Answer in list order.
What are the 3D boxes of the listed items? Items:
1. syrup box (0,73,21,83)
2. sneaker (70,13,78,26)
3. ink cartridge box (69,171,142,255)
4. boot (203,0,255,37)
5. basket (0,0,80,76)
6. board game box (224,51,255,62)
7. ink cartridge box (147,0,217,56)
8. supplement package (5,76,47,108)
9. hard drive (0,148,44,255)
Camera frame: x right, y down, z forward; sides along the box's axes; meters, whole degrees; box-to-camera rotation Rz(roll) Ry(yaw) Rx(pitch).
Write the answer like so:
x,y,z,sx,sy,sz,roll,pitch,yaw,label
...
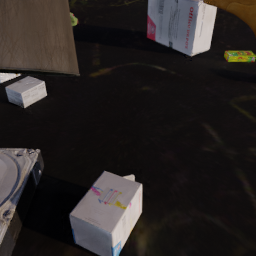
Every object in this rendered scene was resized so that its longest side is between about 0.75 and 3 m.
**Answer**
x,y,z,sx,sy,sz,roll,pitch,yaw,label
-4.629,-1.787,8.748,0.877,0.907,2.227,27,45,31,syrup box
-3.134,-5.501,14.057,0.916,0.793,2.029,-6,37,-31,sneaker
-0.277,1.346,4.596,0.741,0.761,1.183,15,38,21,ink cartridge box
2.307,-2.442,5.704,1.566,2.188,0.770,12,-2,18,boot
-2.147,-2.470,5.408,2.497,2.769,1.883,2,8,-12,basket
4.211,-2.707,10.559,0.993,0.236,0.505,-1,36,-1,board game box
2.075,-4.359,11.325,1.154,1.981,2.737,-24,42,-29,ink cartridge box
-2.929,-1.055,8.098,0.672,0.479,0.863,21,40,25,supplement package
-2.812,1.453,4.630,2.083,0.564,2.982,1,37,2,hard drive
